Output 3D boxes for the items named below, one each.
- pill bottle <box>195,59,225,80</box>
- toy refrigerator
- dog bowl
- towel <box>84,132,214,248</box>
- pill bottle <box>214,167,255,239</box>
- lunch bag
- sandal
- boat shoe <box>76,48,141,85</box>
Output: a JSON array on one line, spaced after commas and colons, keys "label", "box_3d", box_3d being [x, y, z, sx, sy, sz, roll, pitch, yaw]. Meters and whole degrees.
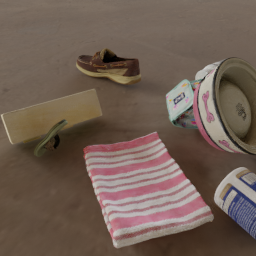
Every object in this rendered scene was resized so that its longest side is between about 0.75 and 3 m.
[{"label": "pill bottle", "box_3d": [3.184, -1.865, 9.862, 1.576, 0.891, 0.891, -25, 43, -28]}, {"label": "toy refrigerator", "box_3d": [-2.005, -0.311, 7.511, 2.426, 0.849, 0.921, -19, 10, -25]}, {"label": "dog bowl", "box_3d": [2.535, -0.451, 6.752, 2.324, 2.324, 0.857, -33, 7, -37]}, {"label": "towel", "box_3d": [0.266, 1.106, 5.985, 1.985, 0.406, 2.712, -11, 37, -16]}, {"label": "pill bottle", "box_3d": [2.526, 1.576, 5.102, 0.954, 0.954, 1.718, -21, 41, -26]}, {"label": "lunch bag", "box_3d": [1.964, -0.694, 8.057, 1.693, 1.033, 1.443, -7, 39, 4]}, {"label": "sandal", "box_3d": [-1.800, 0.322, 6.626, 0.391, 1.371, 0.545, 44, 36, -6]}, {"label": "boat shoe", "box_3d": [-0.785, -2.472, 10.423, 2.959, 1.065, 1.067, 24, 42, 34]}]
